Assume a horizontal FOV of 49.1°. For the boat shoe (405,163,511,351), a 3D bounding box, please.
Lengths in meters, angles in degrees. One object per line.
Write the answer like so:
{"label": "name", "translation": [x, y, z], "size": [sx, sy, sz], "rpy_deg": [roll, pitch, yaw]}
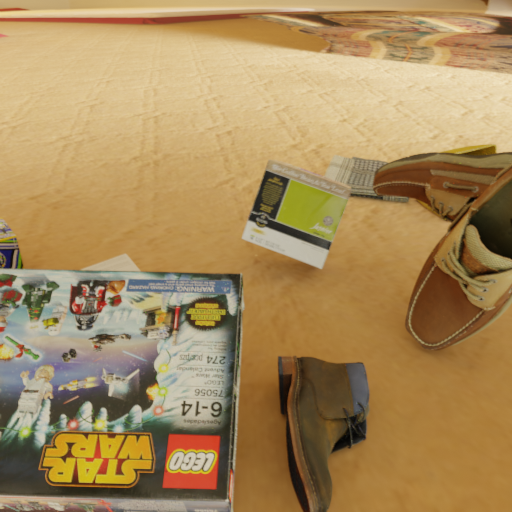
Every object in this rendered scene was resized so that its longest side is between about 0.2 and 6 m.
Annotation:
{"label": "boat shoe", "translation": [2.584, -0.102, 6.282], "size": [1.120, 3.033, 1.147], "rpy_deg": [-14, 50, -48]}

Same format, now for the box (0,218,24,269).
{"label": "box", "translation": [-4.742, 0.216, 8.111], "size": [2.431, 0.782, 0.852], "rpy_deg": [-20, 35, -30]}

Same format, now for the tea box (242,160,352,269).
{"label": "tea box", "translation": [0.636, -0.671, 8.594], "size": [1.311, 1.289, 0.876], "rpy_deg": [21, 12, 5]}

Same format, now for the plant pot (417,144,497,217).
{"label": "plant pot", "translation": [3.731, -1.486, 10.798], "size": [1.245, 1.245, 1.098], "rpy_deg": [-16, 22, -26]}

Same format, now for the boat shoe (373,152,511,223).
{"label": "boat shoe", "translation": [2.572, -0.844, 7.174], "size": [2.154, 0.796, 0.815], "rpy_deg": [1, -11, 27]}

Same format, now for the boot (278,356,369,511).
{"label": "boot", "translation": [0.774, 1.656, 5.599], "size": [0.998, 0.769, 2.058], "rpy_deg": [-4, 28, -2]}

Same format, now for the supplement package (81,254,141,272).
{"label": "supplement package", "translation": [-1.740, 0.675, 7.246], "size": [0.775, 0.784, 1.294], "rpy_deg": [-22, 35, -25]}

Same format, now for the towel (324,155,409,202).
{"label": "towel", "translation": [2.430, -1.717, 11.966], "size": [1.865, 0.334, 1.937], "rpy_deg": [9, 30, 16]}

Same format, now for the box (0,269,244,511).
{"label": "box", "translation": [-1.904, 1.251, 5.584], "size": [3.487, 0.695, 2.387], "rpy_deg": [1, 52, 1]}
